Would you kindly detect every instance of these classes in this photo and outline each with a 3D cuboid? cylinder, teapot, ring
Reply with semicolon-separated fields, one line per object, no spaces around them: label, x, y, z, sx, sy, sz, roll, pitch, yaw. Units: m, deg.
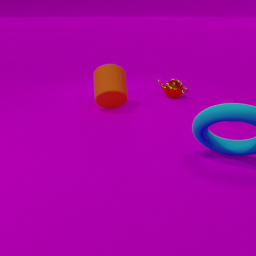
cylinder;-0.642;-1.508;10.234;1.184;1.184;1.184;-3;63;-6
teapot;1.850;-1.672;11.557;1.334;0.653;0.830;14;52;14
ring;2.476;0.084;6.552;1.914;1.914;0.383;7;60;16

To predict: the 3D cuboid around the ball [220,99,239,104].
ball;3.387;-0.612;9.363;0.704;0.704;0.704;0;24;0
